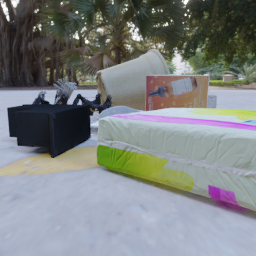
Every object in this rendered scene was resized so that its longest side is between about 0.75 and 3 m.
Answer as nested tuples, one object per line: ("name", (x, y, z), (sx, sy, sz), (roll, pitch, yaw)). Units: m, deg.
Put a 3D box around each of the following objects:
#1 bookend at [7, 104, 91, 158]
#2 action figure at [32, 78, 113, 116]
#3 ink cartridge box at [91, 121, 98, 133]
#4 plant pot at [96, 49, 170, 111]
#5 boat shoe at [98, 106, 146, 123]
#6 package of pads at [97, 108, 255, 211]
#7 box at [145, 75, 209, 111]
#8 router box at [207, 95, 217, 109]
("bookend", (-1.826, -0.034, 5.653), (1.668, 0.773, 1.678), (2, 10, 13))
("action figure", (-1.989, -0.848, 8.854), (2.757, 1.407, 1.638), (-4, 21, -34))
("ink cartridge box", (-0.407, -0.031, 7.301), (1.007, 0.225, 0.887), (3, 11, 13))
("plant pot", (0.084, -1.571, 10.850), (2.349, 2.566, 2.566), (-14, 13, -15))
("boat shoe", (0.345, -0.095, 6.647), (2.060, 0.730, 0.719), (-1, -14, 7))
("package of pads", (1.067, 0.202, 3.947), (2.518, 0.859, 1.945), (9, 13, 43))
("box", (1.578, -0.984, 9.198), (1.948, 1.483, 1.036), (2, 9, 9))
("router box", (2.810, -0.829, 10.398), (0.889, 0.798, 0.217), (1, 9, 7))
